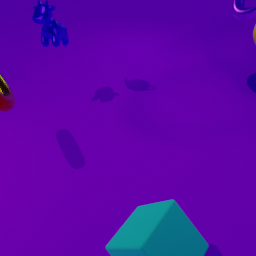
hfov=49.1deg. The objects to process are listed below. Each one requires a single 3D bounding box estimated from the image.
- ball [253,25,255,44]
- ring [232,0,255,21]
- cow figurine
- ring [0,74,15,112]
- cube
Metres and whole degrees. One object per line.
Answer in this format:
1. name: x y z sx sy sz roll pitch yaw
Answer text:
1. ball: 3.909 -2.535 7.387 1.111 1.111 1.111 0 44 0
2. ring: 3.556 -3.672 7.515 0.340 1.701 1.701 25 37 -26
3. cow figurine: -2.098 -2.837 7.702 0.661 1.185 1.204 7 19 18
4. ring: -3.003 -1.060 5.843 0.339 1.694 1.694 -36 50 -2
5. cube: 0.421 1.726 4.073 0.899 0.899 0.899 53 50 -5
